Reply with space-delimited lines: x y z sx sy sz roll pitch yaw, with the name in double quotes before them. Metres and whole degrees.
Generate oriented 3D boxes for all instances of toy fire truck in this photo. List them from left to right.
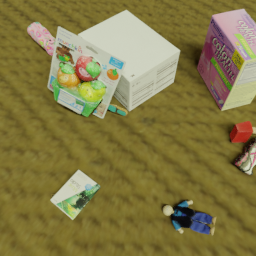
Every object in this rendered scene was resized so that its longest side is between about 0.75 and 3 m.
"toy fire truck" 4.810 0.612 9.007 2.550 0.622 1.798 -3 51 -7

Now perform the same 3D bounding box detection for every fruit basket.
"fruit basket" -1.484 -1.609 8.981 2.308 2.492 1.168 29 49 0

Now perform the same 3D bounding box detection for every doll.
"doll" 1.719 2.526 7.985 1.479 0.358 1.009 13 59 15

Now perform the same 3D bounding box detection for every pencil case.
"pencil case" -3.527 -3.786 11.783 0.736 0.736 1.684 -35 63 -20

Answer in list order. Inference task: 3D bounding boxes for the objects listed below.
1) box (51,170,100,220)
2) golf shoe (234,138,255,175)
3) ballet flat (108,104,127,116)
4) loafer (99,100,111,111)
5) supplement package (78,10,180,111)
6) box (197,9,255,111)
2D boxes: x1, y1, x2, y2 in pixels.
"box" -1.564 1.975 8.412 0.897 0.226 1.243 32 64 19
"golf shoe" 4.068 0.854 8.995 0.681 0.537 1.479 44 73 6
"ballet flat" -0.382 -0.661 9.868 0.790 0.271 0.249 27 36 3
"loafer" -0.837 -0.908 10.198 0.812 0.294 0.296 35 63 19
"supplement package" 0.002 -2.579 10.445 2.315 1.648 2.972 -35 65 -20
"box" 3.627 -2.290 9.749 1.222 2.529 2.224 -14 59 -9
